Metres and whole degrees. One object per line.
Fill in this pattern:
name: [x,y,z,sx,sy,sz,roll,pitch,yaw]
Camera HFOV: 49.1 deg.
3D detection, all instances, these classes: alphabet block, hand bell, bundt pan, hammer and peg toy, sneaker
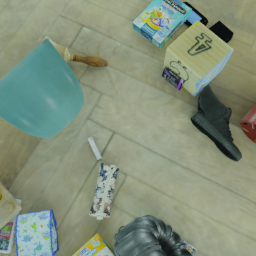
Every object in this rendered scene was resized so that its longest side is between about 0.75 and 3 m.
alphabet block: [2.568,-2.581,10.600,1.714,1.705,1.746,-43,77,-10]
hand bell: [-2.051,-2.798,11.182,2.514,1.309,1.309,7,72,-11]
bundt pan: [0.920,3.620,8.004,2.701,2.701,1.014,45,106,12]
hammer and peg toy: [-4.859,2.901,9.170,1.723,0.826,2.343,44,77,10]
sneaker: [3.442,-0.199,10.340,1.439,0.829,2.759,-42,74,-7]

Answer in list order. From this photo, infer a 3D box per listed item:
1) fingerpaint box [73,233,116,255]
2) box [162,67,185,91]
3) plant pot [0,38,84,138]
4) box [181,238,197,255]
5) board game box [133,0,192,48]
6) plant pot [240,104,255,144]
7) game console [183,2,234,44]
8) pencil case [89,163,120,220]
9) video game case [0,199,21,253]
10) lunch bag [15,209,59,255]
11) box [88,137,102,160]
fingerpaint box: [-1.193,4.604,8.929,1.857,0.681,1.549,-41,78,-12]
box: [1.754,-1.928,10.935,0.957,0.684,0.173,40,79,8]
plant pot: [-2.966,-1.103,9.544,3.008,3.008,2.414,-48,112,-13]
box: [1.712,4.269,9.281,0.720,0.210,1.052,33,76,10]
board game box: [1.423,-4.593,11.775,1.522,0.473,2.016,40,84,11]
plant pot: [5.209,-0.369,9.944,1.924,1.979,1.979,-43,77,-3]
game console: [3.025,-4.281,11.879,1.583,0.324,2.684,-40,76,-12]
pencil case: [-0.793,2.168,9.611,0.729,0.838,1.874,11,74,2]
video game case: [-4.781,3.260,9.599,1.907,0.219,1.738,6,73,1]
lunch bag: [-2.983,3.466,9.175,1.207,0.904,1.419,-9,83,-3]
box: [-1.238,0.754,10.393,0.183,0.171,0.884,-27,75,-8]
